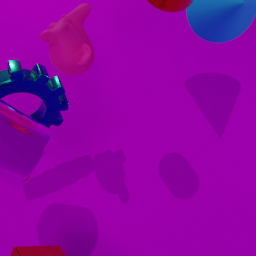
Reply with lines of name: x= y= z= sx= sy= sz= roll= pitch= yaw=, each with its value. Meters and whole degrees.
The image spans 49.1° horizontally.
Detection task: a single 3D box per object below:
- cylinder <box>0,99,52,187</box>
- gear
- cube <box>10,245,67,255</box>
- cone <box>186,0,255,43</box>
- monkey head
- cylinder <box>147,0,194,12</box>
cylinder: x=-1.930 y=0.207 z=4.356 sx=1.074 sy=1.074 sz=1.074 roll=34 pitch=74 yaw=-25
gear: x=-2.104 y=-0.412 z=5.379 sx=1.853 sy=1.853 sz=0.343 roll=-24 pitch=54 yaw=-7
cube: x=-1.407 y=2.470 z=4.387 sx=0.858 sy=0.858 sz=0.858 roll=24 pitch=93 yaw=48
cone: x=2.040 y=-2.441 z=5.559 sx=1.569 sy=1.575 sz=1.569 roll=2 pitch=112 yaw=4
monkey head: x=-0.840 y=-1.399 z=4.588 sx=1.068 sy=1.484 sz=0.894 roll=-42 pitch=109 yaw=-3
cylinder: x=0.635 y=-2.101 z=3.621 sx=0.823 sy=0.823 sz=0.823 roll=3 pitch=74 yaw=-10
